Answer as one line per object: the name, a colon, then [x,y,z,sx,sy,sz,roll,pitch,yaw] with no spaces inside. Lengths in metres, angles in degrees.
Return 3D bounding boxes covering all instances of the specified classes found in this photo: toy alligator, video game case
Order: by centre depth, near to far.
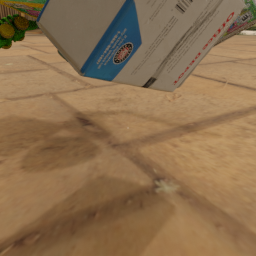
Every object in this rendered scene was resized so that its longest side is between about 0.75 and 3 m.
toy alligator: [-3.381,-2.457,7.361,2.361,0.641,0.700,-48,8,-32]
video game case: [2.154,-3.428,7.896,2.329,2.558,0.282,-25,-25,27]

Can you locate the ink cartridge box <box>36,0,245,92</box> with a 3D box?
ink cartridge box: [0.376,-1.556,3.827,1.065,1.829,2.530,49,24,21]

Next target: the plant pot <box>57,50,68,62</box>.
plant pot: [-0.558,-1.810,6.208,1.111,1.650,1.650,46,31,0]

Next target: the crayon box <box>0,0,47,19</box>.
crayon box: [-1.994,-3.213,7.216,2.160,0.630,1.863,15,9,22]
